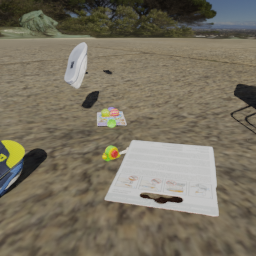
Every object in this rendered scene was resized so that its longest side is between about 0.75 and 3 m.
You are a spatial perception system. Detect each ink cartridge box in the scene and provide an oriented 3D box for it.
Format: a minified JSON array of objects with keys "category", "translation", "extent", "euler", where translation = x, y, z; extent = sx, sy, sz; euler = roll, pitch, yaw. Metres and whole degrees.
[{"category":"ink cartridge box","translation":[0.641,0.877,4.807],"extent":[1.638,0.575,2.015],"euler":[5,28,12]}]

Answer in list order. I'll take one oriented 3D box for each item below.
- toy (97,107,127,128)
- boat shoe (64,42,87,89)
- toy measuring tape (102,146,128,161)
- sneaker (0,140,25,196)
[{"category":"toy","translation":[-0.504,-0.393,8.180],"extent":[0.804,0.330,1.396],"euler":[-2,21,-6]},{"category":"boat shoe","translation":[-1.247,-1.570,7.064],"extent":[0.470,0.417,1.277],"euler":[-1,61,32]},{"category":"toy measuring tape","translation":[-0.242,0.475,6.023],"extent":[0.295,0.295,0.803],"euler":[20,29,41]},{"category":"sneaker","translation":[-2.329,0.968,4.383],"extent":[0.652,0.725,1.763],"euler":[37,51,12]}]
